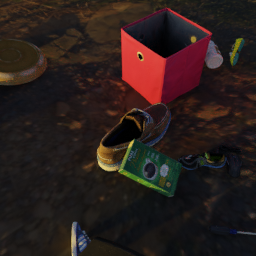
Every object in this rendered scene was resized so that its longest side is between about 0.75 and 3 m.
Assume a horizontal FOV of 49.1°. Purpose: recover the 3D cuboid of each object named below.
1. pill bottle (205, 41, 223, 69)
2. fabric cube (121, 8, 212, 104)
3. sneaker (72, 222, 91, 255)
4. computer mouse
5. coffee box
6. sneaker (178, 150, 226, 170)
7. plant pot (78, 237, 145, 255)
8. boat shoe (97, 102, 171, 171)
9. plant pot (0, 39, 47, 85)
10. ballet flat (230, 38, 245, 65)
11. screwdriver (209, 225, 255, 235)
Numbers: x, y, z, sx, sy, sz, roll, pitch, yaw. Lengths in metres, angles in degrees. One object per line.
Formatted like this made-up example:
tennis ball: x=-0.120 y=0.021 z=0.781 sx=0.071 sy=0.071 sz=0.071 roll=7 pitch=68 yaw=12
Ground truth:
pill bottle: x=3.131 y=-2.786 z=10.515 sx=0.602 sy=0.602 sz=1.053 roll=-3 pitch=51 yaw=-2
fabric cube: x=1.128 y=-2.283 z=9.181 sx=2.060 sy=2.053 sz=2.020 roll=-32 pitch=59 yaw=-24
sneaker: x=-0.877 y=2.607 z=6.303 sx=0.759 sy=0.418 sz=1.037 roll=0 pitch=46 yaw=-12
computer mouse: x=2.801 y=0.862 z=7.789 sx=0.712 sy=0.234 sz=1.015 roll=13 pitch=52 yaw=10
coffee box: x=0.593 y=1.019 z=7.140 sx=1.502 sy=0.330 sz=0.924 roll=27 pitch=62 yaw=-11
sneaker: x=2.021 y=0.819 z=7.621 sx=1.314 sy=0.544 sz=0.466 roll=-2 pitch=50 yaw=-1
plant pot: x=-0.308 y=3.164 z=5.019 sx=1.679 sy=1.893 sz=1.888 roll=27 pitch=55 yaw=34
boat shoe: x=0.303 y=0.043 z=7.936 sx=1.024 sy=1.026 sz=2.836 roll=33 pitch=58 yaw=24
plant pot: x=-4.287 y=-2.540 z=10.197 sx=2.582 sy=0.355 sz=2.582 roll=6 pitch=48 yaw=-7
ballet flat: x=3.932 y=-2.794 z=10.273 sx=0.343 sy=0.342 sz=1.024 roll=25 pitch=96 yaw=39
screwdriver: x=2.660 y=2.422 z=6.517 sx=1.513 sy=0.220 sz=0.211 roll=2 pitch=53 yaw=7
